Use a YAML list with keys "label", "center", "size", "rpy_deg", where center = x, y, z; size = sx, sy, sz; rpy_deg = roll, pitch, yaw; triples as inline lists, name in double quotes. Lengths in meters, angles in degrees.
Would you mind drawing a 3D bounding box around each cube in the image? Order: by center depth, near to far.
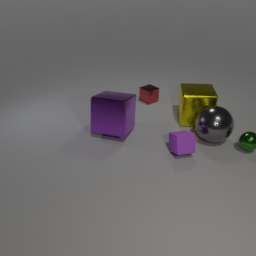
- label: "cube"
  center: [1.902, 0.509, 9.869]
  size: [0.700, 0.700, 0.700]
  rpy_deg: [-6, 9, -15]
- label: "cube"
  center: [-0.556, -0.596, 10.982]
  size: [1.400, 1.400, 1.400]
  rpy_deg: [9, 20, 16]
- label: "cube"
  center: [2.908, -0.992, 11.914]
  size: [1.400, 1.400, 1.400]
  rpy_deg: [2, 30, 4]
- label: "cube"
  center: [1.035, -1.660, 13.756]
  size: [0.700, 0.700, 0.700]
  rpy_deg: [-22, 37, -33]

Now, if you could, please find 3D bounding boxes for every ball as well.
- label: "ball"
  center: [4.338, 0.469, 10.015]
  size: [0.700, 0.700, 0.700]
  rpy_deg: [0, 31, 0]
- label: "ball"
  center: [3.231, -0.140, 10.486]
  size: [1.400, 1.400, 1.400]
  rpy_deg: [0, 31, 0]
